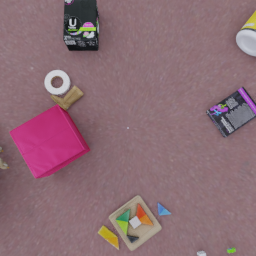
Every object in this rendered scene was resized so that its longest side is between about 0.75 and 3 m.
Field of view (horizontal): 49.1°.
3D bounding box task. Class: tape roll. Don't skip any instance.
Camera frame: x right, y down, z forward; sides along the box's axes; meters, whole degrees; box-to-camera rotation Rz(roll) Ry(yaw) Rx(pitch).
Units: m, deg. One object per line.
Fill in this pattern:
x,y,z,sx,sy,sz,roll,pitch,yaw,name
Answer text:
-2.455,-1.581,9.768,0.881,0.161,0.881,0,82,-1,tape roll

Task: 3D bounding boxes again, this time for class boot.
-2.104,-1.123,9.657,0.772,0.292,0.882,43,85,-8,boot

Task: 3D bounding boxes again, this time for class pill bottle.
4.741,-3.559,9.541,1.153,1.153,2.059,38,84,5,pill bottle

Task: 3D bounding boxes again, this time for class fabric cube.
-2.339,0.434,8.754,1.632,1.606,1.637,-32,85,-3,fabric cube

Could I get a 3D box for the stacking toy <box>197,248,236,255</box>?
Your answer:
2.880,4.388,8.916,1.297,0.305,0.978,-7,84,-3,stacking toy

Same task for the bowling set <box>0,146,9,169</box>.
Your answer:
-4.585,0.681,9.232,1.688,0.906,1.175,14,64,3,bowling set

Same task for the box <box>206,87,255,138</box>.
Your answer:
3.612,-0.543,9.574,1.552,0.280,1.110,-33,83,-6,box

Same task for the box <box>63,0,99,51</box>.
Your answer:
-1.587,-3.537,9.641,1.110,0.929,1.494,0,82,0,box

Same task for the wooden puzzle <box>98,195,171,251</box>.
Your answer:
0.219,3.097,9.092,2.174,0.254,1.467,-42,84,-6,wooden puzzle
